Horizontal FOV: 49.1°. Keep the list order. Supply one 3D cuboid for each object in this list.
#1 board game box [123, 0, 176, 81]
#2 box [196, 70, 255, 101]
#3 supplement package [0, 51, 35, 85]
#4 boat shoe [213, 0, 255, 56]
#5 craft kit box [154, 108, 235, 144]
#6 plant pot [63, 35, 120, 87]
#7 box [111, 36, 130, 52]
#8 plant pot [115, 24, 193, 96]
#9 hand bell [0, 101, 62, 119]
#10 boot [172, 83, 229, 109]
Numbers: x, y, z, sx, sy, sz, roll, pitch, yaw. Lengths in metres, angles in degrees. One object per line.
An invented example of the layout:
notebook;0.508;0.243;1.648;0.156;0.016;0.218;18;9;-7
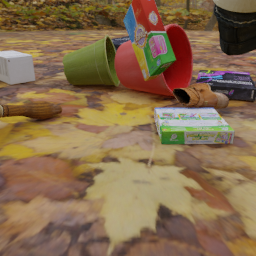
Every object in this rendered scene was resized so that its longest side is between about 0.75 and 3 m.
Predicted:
board game box;0.331;-1.521;4.760;0.246;1.222;0.935;-19;-3;-16
box;3.597;-1.674;10.508;2.000;0.505;2.798;6;25;15
supplement package;-4.973;-2.619;11.980;1.138;1.096;2.001;-19;29;-38
boat shoe;2.099;-1.572;3.263;2.661;0.882;0.995;-31;49;-19
craft kit box;1.537;-0.096;6.924;1.636;0.397;1.616;0;20;0
plant pot;-1.468;-2.430;10.982;1.872;1.971;1.971;-10;21;12
box;0.135;-3.677;13.922;2.416;1.443;2.457;-23;32;-36
plant pot;0.850;-2.305;9.950;2.124;2.401;2.401;5;21;38
hand bell;-3.007;-0.415;6.992;1.558;1.558;2.992;21;18;41
boot;1.873;-0.956;8.320;1.414;0.698;1.821;0;25;-26
